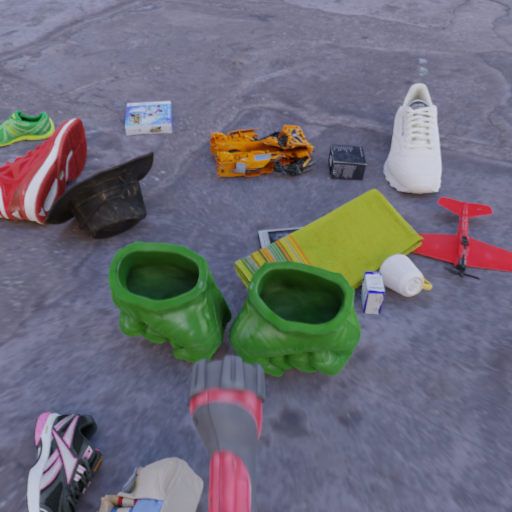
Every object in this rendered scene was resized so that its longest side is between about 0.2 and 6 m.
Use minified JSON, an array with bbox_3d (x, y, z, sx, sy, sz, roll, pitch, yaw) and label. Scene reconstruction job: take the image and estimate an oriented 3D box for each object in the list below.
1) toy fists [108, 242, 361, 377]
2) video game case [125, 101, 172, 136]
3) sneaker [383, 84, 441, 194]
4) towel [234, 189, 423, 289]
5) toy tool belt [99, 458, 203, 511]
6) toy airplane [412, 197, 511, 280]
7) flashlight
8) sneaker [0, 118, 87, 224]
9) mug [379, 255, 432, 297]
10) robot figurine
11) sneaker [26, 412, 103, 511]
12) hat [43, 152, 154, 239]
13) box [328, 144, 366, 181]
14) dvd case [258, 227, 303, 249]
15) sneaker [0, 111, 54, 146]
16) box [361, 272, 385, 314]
[{"bbox_3d":[-0.362,0.959,8.603,3.889,1.982,1.337,7,64,8],"label":"toy fists"},{"bbox_3d":[-2.942,-3.795,15.380,1.231,0.309,1.358,-6,42,-5],"label":"video game case"},{"bbox_3d":[3.814,-2.799,13.448,1.322,1.392,3.459,6,43,3],"label":"sneaker"},{"bbox_3d":[1.440,-0.042,10.541,3.630,0.328,1.562,-29,73,-25],"label":"towel"},{"bbox_3d":[-1.466,3.367,6.842,1.122,1.140,1.826,-17,29,31],"label":"toy tool belt"},{"bbox_3d":[4.244,-0.418,11.422,2.505,0.461,2.505,1,42,-1],"label":"toy airplane"},{"bbox_3d":[-0.303,2.251,5.376,0.848,0.851,2.505,10,51,-13],"label":"flashlight"},{"bbox_3d":[-5.216,-2.119,12.740,1.970,1.336,3.410,4,40,2],"label":"sneaker"},{"bbox_3d":[2.775,0.382,10.214,0.831,0.666,0.683,-16,26,-11],"label":"mug"},{"bbox_3d":[0.210,-2.577,13.663,2.541,0.740,1.842,-9,44,-10],"label":"robot figurine"},{"bbox_3d":[-2.491,2.869,7.441,0.868,0.807,2.010,-7,43,-10],"label":"sneaker"},{"bbox_3d":[-2.898,-1.022,11.443,2.703,2.703,1.090,-36,92,-34],"label":"hat"},{"bbox_3d":[2.177,-2.249,13.444,0.788,0.497,0.801,4,42,-1],"label":"box"},{"bbox_3d":[0.869,-0.153,11.327,1.538,0.190,1.156,-6,42,-6],"label":"dvd case"},{"bbox_3d":[-6.274,-3.370,14.520,1.917,0.801,0.710,-15,44,-15],"label":"sneaker"},{"bbox_3d":[2.100,0.667,10.125,0.306,0.536,0.583,1,41,1],"label":"box"}]
